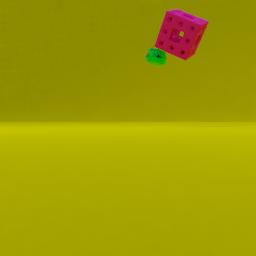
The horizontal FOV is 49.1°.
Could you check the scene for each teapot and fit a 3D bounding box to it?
[{"bbox_3d":[1.240,-3.044,11.923,0.926,0.729,1.489,12,-1,30],"label":"teapot"}]

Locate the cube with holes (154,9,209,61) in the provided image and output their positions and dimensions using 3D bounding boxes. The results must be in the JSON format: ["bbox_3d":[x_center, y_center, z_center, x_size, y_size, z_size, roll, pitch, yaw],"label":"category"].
[{"bbox_3d":[1.897,-3.329,9.924,1.246,1.246,1.246,29,34,14],"label":"cube with holes"}]
